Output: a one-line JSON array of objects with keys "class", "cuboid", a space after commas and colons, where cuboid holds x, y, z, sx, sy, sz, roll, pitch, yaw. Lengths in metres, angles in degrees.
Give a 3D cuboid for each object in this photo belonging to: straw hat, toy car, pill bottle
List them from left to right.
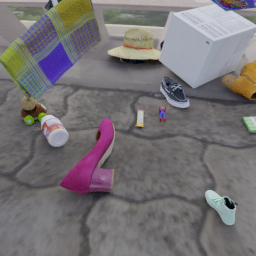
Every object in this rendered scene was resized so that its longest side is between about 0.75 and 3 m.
[{"class": "toy car", "cuboid": [-3.117, -0.791, 9.108, 0.828, 1.049, 0.862, -14, 37, -19]}, {"class": "pill bottle", "cuboid": [-2.213, 0.051, 8.312, 0.593, 0.593, 1.056, -18, 38, -24]}, {"class": "straw hat", "cuboid": [0.505, -4.179, 13.429, 2.957, 1.252, 2.957, 3, 26, -1]}]

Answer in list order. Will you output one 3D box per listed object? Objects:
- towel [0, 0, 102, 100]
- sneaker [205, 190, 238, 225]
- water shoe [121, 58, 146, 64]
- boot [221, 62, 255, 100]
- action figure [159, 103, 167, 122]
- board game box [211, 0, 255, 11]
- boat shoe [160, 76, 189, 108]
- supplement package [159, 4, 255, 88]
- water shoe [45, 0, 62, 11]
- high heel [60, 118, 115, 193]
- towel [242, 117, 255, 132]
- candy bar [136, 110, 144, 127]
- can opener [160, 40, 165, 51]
[{"class": "towel", "cuboid": [-1.808, -2.078, 7.197, 0.318, 2.008, 2.796, 39, 74, 18]}, {"class": "sneaker", "cuboid": [2.055, 1.585, 6.150, 0.345, 0.553, 0.938, -13, 36, -15]}, {"class": "water shoe", "cuboid": [0.239, -3.235, 13.149, 1.180, 0.422, 0.466, -1, 35, -1]}, {"class": "boot", "cuboid": [4.932, -1.777, 10.898, 2.229, 0.784, 1.596, -24, 47, -24]}, {"class": "action figure", "cuboid": [1.164, -0.556, 9.390, 0.251, 0.380, 0.768, 3, 33, 3]}, {"class": "board game box", "cuboid": [3.016, -4.028, 8.375, 1.599, 0.358, 1.075, 10, 6, -41]}, {"class": "boat shoe", "cuboid": [1.716, -1.377, 10.326, 0.648, 0.612, 1.807, -9, 36, -13]}, {"class": "supplement package", "cuboid": [3.227, -3.454, 11.529, 2.871, 2.179, 2.163, -25, 58, -31]}, {"class": "water shoe", "cuboid": [-2.134, -3.230, 8.895, 0.729, 0.805, 2.040, 6, 66, -48]}, {"class": "high heel", "cuboid": [-0.987, 0.551, 7.294, 1.221, 0.856, 2.540, 7, 38, -9]}, {"class": "towel", "cuboid": [4.333, -0.098, 8.940, 1.123, 0.172, 0.838, -1, 33, 3]}, {"class": "candy bar", "cuboid": [0.403, -0.322, 9.265, 0.250, 0.111, 1.001, 3, 36, 3]}, {"class": "can opener", "cuboid": [2.206, -3.627, 13.456, 0.787, 0.976, 2.484, 34, 33, -32]}]
